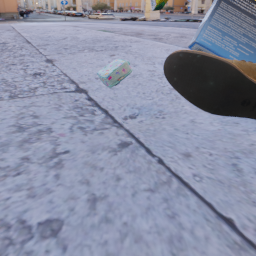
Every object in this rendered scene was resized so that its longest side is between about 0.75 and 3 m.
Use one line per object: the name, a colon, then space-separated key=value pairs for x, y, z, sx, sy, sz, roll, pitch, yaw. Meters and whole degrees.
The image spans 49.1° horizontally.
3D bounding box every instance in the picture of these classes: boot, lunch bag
boot: x=1.764 y=-0.730 z=4.498 sx=2.449 sy=0.901 sz=0.924 roll=20 pitch=47 yaw=1
lunch bag: x=-0.374 y=-1.622 z=8.163 sx=0.915 sy=0.440 sz=1.141 roll=-36 pitch=26 yaw=-5

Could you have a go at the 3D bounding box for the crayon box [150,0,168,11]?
crayon box: x=0.970 y=-4.163 z=8.355 sx=0.332 sy=0.830 sz=1.308 roll=-12 pitch=3 yaw=-10

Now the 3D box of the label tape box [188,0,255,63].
label tape box: x=2.656 y=-2.498 z=6.558 sx=1.557 sy=2.160 sz=0.684 roll=30 pitch=0 yaw=-3
